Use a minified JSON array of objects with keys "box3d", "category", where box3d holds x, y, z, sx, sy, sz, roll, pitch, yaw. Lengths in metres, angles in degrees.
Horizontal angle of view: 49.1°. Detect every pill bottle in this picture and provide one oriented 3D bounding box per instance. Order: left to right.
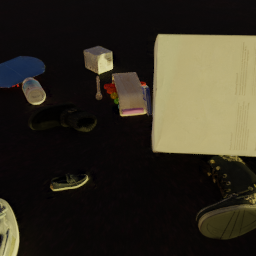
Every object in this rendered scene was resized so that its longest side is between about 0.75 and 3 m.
[{"box3d":[-3.643,-1.457,10.723,0.683,0.683,1.255,-17,39,-22],"category":"pill bottle"}]

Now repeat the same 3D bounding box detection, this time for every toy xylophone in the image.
[{"box3d":[-0.248,-1.428,10.690,1.951,0.670,2.665,0,35,-1],"category":"toy xylophone"}]

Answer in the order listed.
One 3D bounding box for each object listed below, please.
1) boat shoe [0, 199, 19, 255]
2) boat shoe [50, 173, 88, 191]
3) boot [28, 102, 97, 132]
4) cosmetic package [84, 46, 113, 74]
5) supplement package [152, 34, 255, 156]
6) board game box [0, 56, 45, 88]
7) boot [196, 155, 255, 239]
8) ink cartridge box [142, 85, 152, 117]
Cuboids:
[{"box3d":[-2.712,2.329,5.126,1.090,0.948,2.958,-6,36,-9],"category":"boat shoe"},{"box3d":[-1.492,1.335,7.113,0.954,0.297,0.356,-10,34,-15],"category":"boat shoe"},{"box3d":[-2.077,-0.230,8.969,1.849,0.696,1.383,-27,43,-33],"category":"boot"},{"box3d":[-1.364,-3.163,12.965,0.873,0.878,1.049,-29,43,-33],"category":"cosmetic package"},{"box3d":[2.167,-0.878,7.537,2.975,2.845,2.188,2,9,3],"category":"supplement package"},{"box3d":[-4.828,-2.251,12.065,2.033,0.501,2.574,32,52,31],"category":"board game box"},{"box3d":[2.244,1.456,6.450,2.400,0.866,1.813,-6,33,-22],"category":"boot"},{"box3d":[0.646,-0.913,9.265,0.218,0.918,0.929,-9,15,-4],"category":"ink cartridge box"}]
